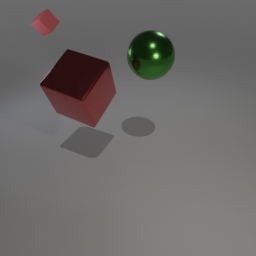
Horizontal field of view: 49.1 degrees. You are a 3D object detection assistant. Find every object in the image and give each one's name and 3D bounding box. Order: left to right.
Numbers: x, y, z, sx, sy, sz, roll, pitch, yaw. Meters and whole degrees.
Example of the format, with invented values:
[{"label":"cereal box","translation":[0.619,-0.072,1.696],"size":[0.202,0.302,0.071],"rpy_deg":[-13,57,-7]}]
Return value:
[{"label":"cube","translation":[-3.479,-4.429,11.809],"size":[0.700,0.700,0.700],"rpy_deg":[-4,53,43]},{"label":"cube","translation":[-1.332,-1.112,7.954],"size":[1.400,1.400,1.400],"rpy_deg":[21,65,18]},{"label":"ball","translation":[0.664,-2.104,8.151],"size":[1.400,1.400,1.400],"rpy_deg":[0,32,0]}]
